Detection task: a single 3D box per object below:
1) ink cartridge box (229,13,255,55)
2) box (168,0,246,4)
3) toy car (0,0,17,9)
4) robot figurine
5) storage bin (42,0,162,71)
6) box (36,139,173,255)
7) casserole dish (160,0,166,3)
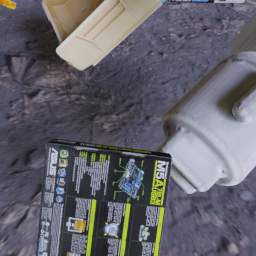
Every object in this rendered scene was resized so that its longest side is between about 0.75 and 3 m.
[{"bbox_3d":[2.898,-1.291,5.110,0.453,2.227,2.232,-6,71,-13],"label":"ink cartridge box"},{"bbox_3d":[1.305,-2.779,4.808,1.349,0.338,1.360,-1,71,-8],"label":"box"},{"bbox_3d":[-3.067,-3.163,7.061,0.390,0.575,1.172,7,46,-40],"label":"toy car"},{"bbox_3d":[1.619,-0.166,4.476,2.664,2.259,1.504,-42,86,-15],"label":"robot figurine"},{"bbox_3d":[-1.076,-3.616,7.563,2.921,1.379,2.942,-37,62,20],"label":"storage bin"},{"bbox_3d":[-0.295,0.973,3.378,1.474,1.527,0.363,6,5,-2],"label":"box"},{"bbox_3d":[0.107,-4.056,8.685,2.806,0.544,1.700,-26,48,17],"label":"casserole dish"}]
